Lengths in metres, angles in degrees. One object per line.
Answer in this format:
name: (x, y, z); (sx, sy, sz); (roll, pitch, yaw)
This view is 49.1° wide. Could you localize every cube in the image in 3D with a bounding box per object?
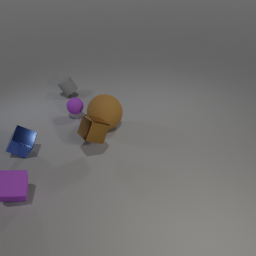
cube: (-3.081, 1.565, 7.530); (0.700, 0.700, 0.700); (2, 65, -17)
cube: (-1.136, 0.034, 9.183); (0.700, 0.700, 0.700); (13, 14, -37)
cube: (-3.585, 0.465, 9.438); (0.700, 0.700, 0.700); (24, 42, -24)

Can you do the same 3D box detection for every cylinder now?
cylinder: (-2.925, -2.033, 13.590); (0.700, 0.700, 0.700); (-28, 25, 14)

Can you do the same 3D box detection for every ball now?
ball: (-0.912, -0.623, 10.997); (1.400, 1.400, 1.400); (0, 31, 0)
ball: (-2.212, -0.921, 11.703); (0.700, 0.700, 0.700); (0, 31, 0)
